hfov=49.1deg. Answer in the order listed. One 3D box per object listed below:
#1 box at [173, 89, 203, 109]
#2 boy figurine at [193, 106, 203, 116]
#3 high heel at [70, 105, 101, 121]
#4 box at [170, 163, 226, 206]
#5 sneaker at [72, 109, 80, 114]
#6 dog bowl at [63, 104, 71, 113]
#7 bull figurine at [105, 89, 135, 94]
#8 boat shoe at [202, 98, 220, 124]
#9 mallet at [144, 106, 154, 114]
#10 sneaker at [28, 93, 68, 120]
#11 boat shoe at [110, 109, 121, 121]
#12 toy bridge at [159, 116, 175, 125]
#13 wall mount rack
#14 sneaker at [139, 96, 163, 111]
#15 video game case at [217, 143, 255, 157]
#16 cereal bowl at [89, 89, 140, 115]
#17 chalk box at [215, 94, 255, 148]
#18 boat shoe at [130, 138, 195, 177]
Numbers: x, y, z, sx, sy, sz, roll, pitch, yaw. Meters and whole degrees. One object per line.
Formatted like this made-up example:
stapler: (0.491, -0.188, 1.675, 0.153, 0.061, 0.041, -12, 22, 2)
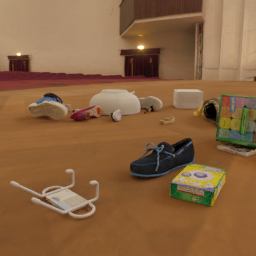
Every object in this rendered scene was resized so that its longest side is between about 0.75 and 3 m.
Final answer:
box: (3.459, -1.700, 16.280, 1.495, 0.977, 1.488, 0, 13, 2)
boy figurine: (3.489, -0.795, 13.504, 0.830, 0.516, 0.268, -36, 48, -14)
high heel: (-1.881, -0.706, 12.815, 0.837, 0.587, 1.741, 0, 9, 22)
box: (1.437, 1.044, 5.531, 0.799, 0.329, 1.362, 7, 13, 28)
sneaker: (-2.091, -0.721, 13.300, 0.997, 0.398, 0.649, -1, 8, 13)
dog bowl: (-3.466, -0.999, 14.558, 1.016, 0.375, 1.016, 0, 13, 0)
bull figurine: (-0.605, -1.944, 17.548, 1.698, 0.911, 2.796, -4, 13, -20)
boat shoe: (3.726, -0.764, 12.079, 0.829, 0.991, 2.772, 4, 16, -6)
mallet: (1.089, -0.862, 14.404, 0.194, 0.310, 0.941, 1, 26, 31)
sneaker: (-3.377, -1.080, 12.863, 2.417, 0.928, 1.344, 0, 33, 39)
boat shoe: (-0.585, -0.526, 12.523, 0.440, 0.447, 1.240, -18, 9, 11)
toy bridge: (1.770, -0.321, 12.001, 0.398, 0.161, 1.184, 11, 16, 30)
wall mount rack: (-1.226, 1.108, 4.781, 1.208, 0.518, 1.390, -12, 16, -42)
sneaker: (1.479, -1.410, 15.608, 1.191, 0.757, 2.089, -4, 13, -33)
video game case: (3.261, 0.585, 8.055, 1.009, 0.116, 0.920, -8, 15, -35)
cereal bowl: (-0.691, -1.414, 14.689, 2.754, 1.147, 2.754, 1, 13, 0)
chalk box: (3.431, -0.248, 8.228, 1.401, 1.408, 2.263, 10, 9, 28)
boat shoe: (0.797, 0.618, 6.593, 0.830, 0.677, 1.972, 12, 17, 43)
